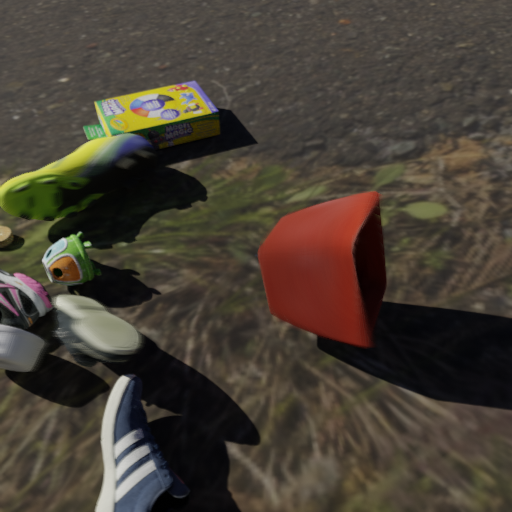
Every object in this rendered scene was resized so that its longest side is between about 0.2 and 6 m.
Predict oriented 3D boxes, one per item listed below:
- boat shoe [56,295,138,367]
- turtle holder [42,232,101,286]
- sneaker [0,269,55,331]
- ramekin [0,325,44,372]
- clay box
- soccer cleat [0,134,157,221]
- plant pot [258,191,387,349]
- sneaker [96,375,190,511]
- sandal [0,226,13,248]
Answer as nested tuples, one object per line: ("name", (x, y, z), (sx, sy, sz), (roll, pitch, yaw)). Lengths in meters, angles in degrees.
("boat shoe", (-2.173, 1.094, 7.330), (0.756, 0.670, 2.022), (9, 8, -43))
("turtle holder", (-2.922, 0.041, 8.671), (0.716, 0.767, 1.009), (-25, 50, -22))
("sneaker", (-4.033, 0.545, 8.151), (2.022, 0.812, 0.873), (17, 48, 18))
("ramekin", (-3.299, 1.237, 7.418), (0.845, 0.845, 0.412), (8, 64, 8))
("clay box", (-2.230, -2.839, 11.680), (2.602, 0.619, 1.495), (-17, 46, -18))
("soccer cleat", (-3.185, -1.460, 10.034), (2.886, 0.933, 1.207), (-26, 48, -28))
("plant pot", (0.906, 0.138, 7.638), (1.378, 1.562, 1.563), (2, 31, 24))
("sneaker", (-1.218, 2.397, 6.289), (0.952, 0.845, 2.253), (-3, 54, -2))
("sandal", (-4.955, -0.417, 9.285), (1.667, 0.548, 0.611), (-4, 45, -4))
